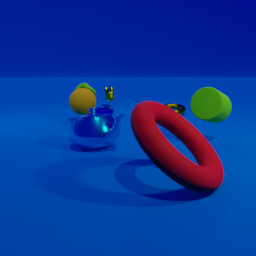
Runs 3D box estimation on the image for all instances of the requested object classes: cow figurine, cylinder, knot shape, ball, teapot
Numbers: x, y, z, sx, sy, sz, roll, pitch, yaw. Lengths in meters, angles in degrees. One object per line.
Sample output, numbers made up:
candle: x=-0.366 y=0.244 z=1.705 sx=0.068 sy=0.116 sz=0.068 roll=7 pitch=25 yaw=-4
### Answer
cow figurine: x=-0.958 y=-1.682 z=14.435 sx=0.543 sy=0.973 sz=0.989 roll=-5 pitch=-23 yaw=-10
cylinder: x=2.084 y=-0.557 z=7.024 sx=0.809 sy=0.809 sz=0.809 roll=8 pitch=0 yaw=35
knot shape: x=-2.072 y=-1.665 z=13.334 sx=0.574 sy=1.241 sz=1.162 roll=-15 pitch=52 yaw=-38
ball: x=-1.635 y=-0.957 z=10.127 sx=0.963 sy=0.963 sz=0.963 roll=0 pitch=11 yaw=0
teapot: x=-0.738 y=-0.024 z=6.574 sx=1.847 sy=0.904 sz=1.148 roll=-1 pitch=9 yaw=41

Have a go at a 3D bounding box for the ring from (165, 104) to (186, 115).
ring: x=1.845 y=-0.778 z=11.811 sx=1.172 sy=0.234 sz=1.172 roll=-4 pitch=21 yaw=2

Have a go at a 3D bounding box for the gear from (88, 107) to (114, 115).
gear: x=-1.203 y=-0.722 z=12.014 sx=1.148 sy=0.212 sz=1.148 roll=0 pitch=11 yaw=0

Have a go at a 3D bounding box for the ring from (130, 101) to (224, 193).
ring: x=0.795 y=0.247 z=4.468 sx=1.800 sy=0.360 sz=1.800 roll=32 pitch=26 yaw=-18
